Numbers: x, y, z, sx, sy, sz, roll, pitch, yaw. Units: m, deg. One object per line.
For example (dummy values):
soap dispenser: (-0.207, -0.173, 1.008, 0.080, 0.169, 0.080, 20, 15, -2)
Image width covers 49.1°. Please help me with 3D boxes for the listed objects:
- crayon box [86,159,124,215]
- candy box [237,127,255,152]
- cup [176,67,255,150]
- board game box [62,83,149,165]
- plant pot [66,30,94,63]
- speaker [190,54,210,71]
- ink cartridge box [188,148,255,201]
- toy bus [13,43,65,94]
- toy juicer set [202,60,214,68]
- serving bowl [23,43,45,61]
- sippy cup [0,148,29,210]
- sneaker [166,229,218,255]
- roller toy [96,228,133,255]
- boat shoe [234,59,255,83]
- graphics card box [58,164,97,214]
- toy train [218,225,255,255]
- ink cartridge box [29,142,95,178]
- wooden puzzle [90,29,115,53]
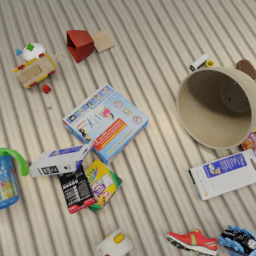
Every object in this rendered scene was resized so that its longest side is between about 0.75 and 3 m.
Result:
crayon box: (-1.121, 2.116, 10.116, 1.289, 0.436, 1.495, 36, 74, 13)
candy box: (4.893, 0.439, 10.777, 1.397, 0.394, 0.815, -20, 70, -8)
cup: (3.586, -0.963, 10.259, 2.112, 2.953, 2.953, -26, 69, -37)
board game box: (-0.823, -0.210, 10.711, 2.322, 0.663, 2.372, 41, 67, 14)
plant pot: (-2.004, -3.581, 12.014, 0.902, 1.023, 1.024, -24, 71, -20)
speaker: (3.074, -2.802, 12.009, 0.893, 0.363, 0.363, -39, 74, -14)
ink cartridge box: (3.620, 1.698, 10.270, 2.534, 0.470, 1.200, -18, 71, -4)
toy bus: (-3.772, -2.456, 11.557, 1.887, 0.975, 1.781, 11, 100, -28)
toy juicer set: (3.634, -2.008, 11.659, 1.071, 0.458, 1.683, -38, 74, -13)
serving bowl: (-4.051, -3.199, 12.181, 0.955, 0.314, 0.955, 0, 70, -1)
sippy cup: (-4.695, 1.901, 9.523, 2.009, 2.558, 1.875, -18, 79, -45)
sneaker: (2.152, 3.762, 9.473, 1.781, 0.686, 0.756, 18, 61, -2)
roller toy: (-0.464, 3.839, 9.113, 1.067, 1.170, 0.818, -37, 74, -6)
boat shoe: (5.058, -1.702, 11.242, 1.009, 1.010, 2.731, -8, 70, -3)
graphics card box: (-1.777, 2.078, 9.681, 0.942, 0.382, 1.501, -26, 62, -2)
toy train: (3.613, 3.695, 8.838, 0.789, 1.820, 1.040, -40, 85, -15)
ink cartridge box: (-2.223, 1.112, 9.744, 2.279, 0.447, 1.133, -12, 23, 23)
wooden puzzle: (-1.152, -3.868, 12.502, 0.856, 0.214, 0.924, -29, 77, -10)
